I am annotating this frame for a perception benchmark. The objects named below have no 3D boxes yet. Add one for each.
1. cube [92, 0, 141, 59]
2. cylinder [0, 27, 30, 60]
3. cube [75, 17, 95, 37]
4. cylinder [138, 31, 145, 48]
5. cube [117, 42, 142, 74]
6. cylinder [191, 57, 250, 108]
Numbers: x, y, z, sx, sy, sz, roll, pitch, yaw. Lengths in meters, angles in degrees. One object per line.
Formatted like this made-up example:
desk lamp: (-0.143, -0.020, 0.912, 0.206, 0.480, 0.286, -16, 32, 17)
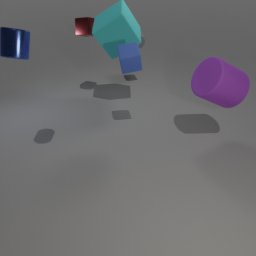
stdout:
cube: (-0.426, -3.915, 11.182, 1.400, 1.400, 1.400, -24, 41, 22)
cylinder: (-2.821, -2.099, 6.986, 0.700, 0.700, 0.700, 7, 13, -2)
cube: (-1.766, -4.285, 11.905, 0.700, 0.700, 0.700, 5, 15, 24)
cylinder: (0.429, -4.358, 13.689, 0.700, 0.700, 0.700, -6, 47, -10)
cube: (0.056, -2.362, 9.460, 0.700, 0.700, 0.700, -11, 56, 1)
cylinder: (3.146, -1.534, 9.600, 1.400, 1.400, 1.400, 17, 23, -30)
